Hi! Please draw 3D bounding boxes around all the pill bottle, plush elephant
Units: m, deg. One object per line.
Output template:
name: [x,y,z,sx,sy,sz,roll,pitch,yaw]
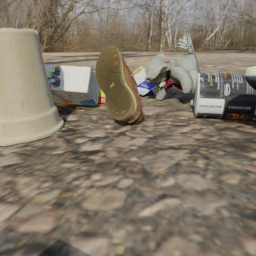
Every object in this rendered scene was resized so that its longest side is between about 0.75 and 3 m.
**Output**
pill bottle: [3.421,-0.957,8.515,2.644,1.404,1.404,4,19,11]
plush elephant: [1.637,-1.930,10.608,2.094,2.704,2.227,-14,21,19]

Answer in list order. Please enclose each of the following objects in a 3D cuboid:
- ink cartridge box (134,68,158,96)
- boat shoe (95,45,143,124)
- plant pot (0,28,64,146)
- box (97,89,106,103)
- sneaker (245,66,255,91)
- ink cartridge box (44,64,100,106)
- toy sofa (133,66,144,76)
ink cartridge box: [0.865,-2.068,12.927,2.222,0.522,2.196,-38,35,-22]
boat shoe: [-0.247,-1.298,8.516,1.018,2.828,0.955,-32,-33,23]
plant pot: [-3.248,-1.250,7.430,2.879,2.635,2.879,1,18,0]
box: [-0.993,-1.268,10.871,2.096,0.525,0.789,2,18,3]
sneaker: [3.680,-0.571,6.604,2.963,1.252,1.111,14,-3,-38]
ink cartridge box: [-2.484,-1.490,9.777,2.707,0.919,1.559,5,-12,8]
toy sofa: [1.295,-2.613,14.765,2.039,0.995,0.844,18,50,43]
